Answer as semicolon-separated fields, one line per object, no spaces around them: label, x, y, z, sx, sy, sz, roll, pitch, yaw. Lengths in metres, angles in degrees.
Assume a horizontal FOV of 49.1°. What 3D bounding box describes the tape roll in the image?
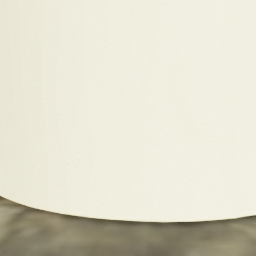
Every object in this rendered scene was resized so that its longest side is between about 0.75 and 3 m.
tape roll;0.166;-0.571;2.464;2.662;1.827;2.662;-1;4;0
